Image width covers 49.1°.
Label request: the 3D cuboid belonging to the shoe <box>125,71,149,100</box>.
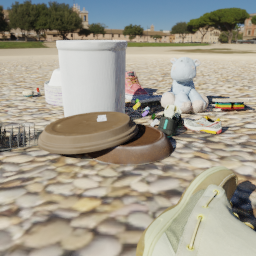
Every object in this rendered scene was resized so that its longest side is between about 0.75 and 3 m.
[{"bbox_3d":[0.169,-2.127,13.632,0.949,1.208,2.656,-9,20,-25],"label":"shoe"}]

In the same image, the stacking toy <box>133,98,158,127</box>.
[{"bbox_3d":[0.618,-0.585,9.546,0.919,0.286,1.219,44,16,-9],"label":"stacking toy"}]

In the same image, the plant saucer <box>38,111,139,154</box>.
[{"bbox_3d":[-1.071,0.014,7.533,2.700,0.398,2.700,-6,16,2],"label":"plant saucer"}]

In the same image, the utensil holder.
[{"bbox_3d":[-1.173,-1.585,9.577,2.302,2.709,2.302,0,17,0],"label":"utensil holder"}]

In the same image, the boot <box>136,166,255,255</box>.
[{"bbox_3d":[1.445,1.371,3.572,1.778,0.828,2.299,14,28,39],"label":"boot"}]

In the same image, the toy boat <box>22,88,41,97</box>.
[{"bbox_3d":[-4.711,-1.694,13.775,0.848,0.394,0.713,-24,24,-35],"label":"toy boat"}]

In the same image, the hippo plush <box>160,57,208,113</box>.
[{"bbox_3d":[2.402,-1.775,11.042,1.860,1.877,2.335,15,26,13],"label":"hippo plush"}]

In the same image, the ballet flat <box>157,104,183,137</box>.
[{"bbox_3d":[1.408,-0.343,8.979,0.710,0.714,2.088,10,20,10],"label":"ballet flat"}]

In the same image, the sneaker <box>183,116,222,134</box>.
[{"bbox_3d":[2.337,-0.169,8.796,1.223,0.503,0.476,9,20,27],"label":"sneaker"}]

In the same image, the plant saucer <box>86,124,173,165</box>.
[{"bbox_3d":[0.020,0.319,7.493,2.382,0.410,2.382,1,17,0],"label":"plant saucer"}]

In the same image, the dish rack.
[{"bbox_3d":[-2.910,0.211,7.730,1.674,0.457,1.284,-5,20,-17],"label":"dish rack"}]

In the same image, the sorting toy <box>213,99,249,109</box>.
[{"bbox_3d":[4.085,-0.970,11.217,1.114,0.390,1.121,0,7,2],"label":"sorting toy"}]

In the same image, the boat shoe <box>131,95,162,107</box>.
[{"bbox_3d":[0.845,-1.090,11.673,1.483,0.420,0.509,-8,23,-17],"label":"boat shoe"}]

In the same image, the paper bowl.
[{"bbox_3d":[-2.352,-1.972,12.775,2.852,1.483,2.852,-1,19,0],"label":"paper bowl"}]
